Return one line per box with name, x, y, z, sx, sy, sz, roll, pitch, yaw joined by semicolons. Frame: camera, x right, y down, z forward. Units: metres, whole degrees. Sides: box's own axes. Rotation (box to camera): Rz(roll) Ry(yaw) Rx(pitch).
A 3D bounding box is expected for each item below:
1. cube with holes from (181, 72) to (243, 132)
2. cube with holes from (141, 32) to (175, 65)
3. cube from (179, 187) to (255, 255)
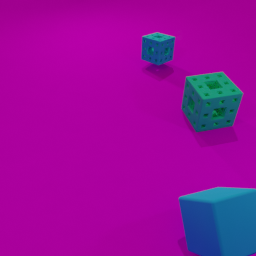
cube with holes;2.231;-0.723;7.656;1.092;1.092;1.092;-9;42;-10
cube with holes;1.038;-2.769;9.749;0.808;0.808;0.808;29;42;35
cube;1.604;1.603;4.815;0.970;0.970;0.970;-7;84;-24
